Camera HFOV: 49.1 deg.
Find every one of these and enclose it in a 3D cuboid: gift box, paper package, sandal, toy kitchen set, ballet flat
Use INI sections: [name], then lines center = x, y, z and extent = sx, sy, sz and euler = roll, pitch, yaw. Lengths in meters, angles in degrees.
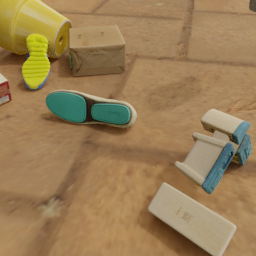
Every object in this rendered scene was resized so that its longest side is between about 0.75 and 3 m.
[gift box]
center = -3.949, -1.083, 7.935
extent = 0.897, 0.960, 0.886
euler = 40, 48, 21
[paper package]
center = -1.140, -2.806, 10.005
extent = 1.961, 1.064, 2.057
euler = -7, 39, -9
[sandal]
center = -2.990, -2.059, 9.240
extent = 0.850, 0.931, 2.138
euler = 6, 56, -14
[toy kitchen set]
center = 1.754, 1.045, 5.297
extent = 1.331, 1.809, 2.259
euler = 28, 82, 33
[ballet flat]
center = -0.925, -0.495, 7.338
extent = 2.482, 0.862, 0.862
euler = 14, 39, 15

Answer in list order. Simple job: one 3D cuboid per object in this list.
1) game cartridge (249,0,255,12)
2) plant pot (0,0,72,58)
[game cartridge]
center = 3.233, -3.929, 6.537
extent = 0.458, 2.241, 1.492
euler = 10, 71, 21
[plant pot]
center = -3.348, -3.635, 10.356
extent = 2.136, 2.270, 2.270
euler = 23, 40, 4
